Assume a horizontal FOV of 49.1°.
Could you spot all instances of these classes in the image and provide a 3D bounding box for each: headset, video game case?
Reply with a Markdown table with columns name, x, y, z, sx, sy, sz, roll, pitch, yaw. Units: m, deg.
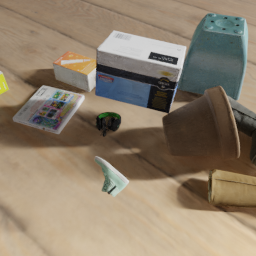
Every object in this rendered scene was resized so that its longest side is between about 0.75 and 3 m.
| name | x | y | z | sx | sy | sz | roll | pitch | yaw |
| --- | --- | --- | --- | --- | --- | --- | --- | --- | --- |
| headset | -0.766 | -0.229 | 10.499 | 0.954 | 0.726 | 1.545 | 4 | 36 | 5 |
| video game case | -3.157 | -0.812 | 11.373 | 2.027 | 0.264 | 2.227 | 15 | 48 | 13 |

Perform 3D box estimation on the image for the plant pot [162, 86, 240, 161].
| name | x | y | z | sx | sy | sz | roll | pitch | yaw |
| --- | --- | --- | --- | --- | --- | --- | --- | --- | --- |
| plant pot | 2.316 | 0.014 | 9.387 | 2.139 | 2.452 | 2.452 | -13 | 46 | 11 |

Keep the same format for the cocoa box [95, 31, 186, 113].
| name | x | y | z | sx | sy | sz | roll | pitch | yaw |
| --- | --- | --- | --- | --- | --- | --- | --- | --- | --- |
| cocoa box | 0.417 | -1.918 | 9.523 | 2.672 | 1.753 | 1.782 | 15 | 41 | 7 |

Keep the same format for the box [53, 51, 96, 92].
| name | x | y | z | sx | sy | sz | roll | pitch | yaw |
| --- | --- | --- | --- | --- | --- | --- | --- | --- | --- |
| box | -2.211 | -2.563 | 12.557 | 1.885 | 0.919 | 1.173 | 21 | 50 | 19 |

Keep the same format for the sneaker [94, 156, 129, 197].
| name | x | y | z | sx | sy | sz | roll | pitch | yaw |
| --- | --- | --- | --- | --- | --- | --- | --- | --- | --- |
| sneaker | -0.589 | 1.251 | 7.154 | 1.106 | 0.407 | 0.652 | 40 | 86 | 15 |

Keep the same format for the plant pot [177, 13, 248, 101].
| name | x | y | z | sx | sy | sz | roll | pitch | yaw |
| --- | --- | --- | --- | --- | --- | --- | --- | --- | --- |
| plant pot | 3.789 | -3.241 | 11.975 | 2.664 | 2.721 | 2.671 | 13 | 48 | 13 |

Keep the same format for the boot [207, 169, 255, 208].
| name | x | y | z | sx | sy | sz | roll | pitch | yaw |
| --- | --- | --- | --- | --- | --- | --- | --- | --- | --- |
| boot | 3.759 | 1.579 | 8.776 | 2.369 | 0.783 | 2.075 | 7 | 47 | 8 |

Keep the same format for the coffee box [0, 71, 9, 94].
| name | x | y | z | sx | sy | sz | roll | pitch | yaw |
| --- | --- | --- | --- | --- | --- | --- | --- | --- | --- |
| coffee box | -5.847 | -1.956 | 11.990 | 0.905 | 0.914 | 0.915 | 33 | 55 | 27 |

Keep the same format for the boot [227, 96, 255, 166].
| name | x | y | z | sx | sy | sz | roll | pitch | yaw |
| --- | --- | --- | --- | --- | --- | --- | --- | --- | --- |
| boot | 4.071 | -0.083 | 10.177 | 2.767 | 1.004 | 2.516 | 40 | 44 | 23 |
